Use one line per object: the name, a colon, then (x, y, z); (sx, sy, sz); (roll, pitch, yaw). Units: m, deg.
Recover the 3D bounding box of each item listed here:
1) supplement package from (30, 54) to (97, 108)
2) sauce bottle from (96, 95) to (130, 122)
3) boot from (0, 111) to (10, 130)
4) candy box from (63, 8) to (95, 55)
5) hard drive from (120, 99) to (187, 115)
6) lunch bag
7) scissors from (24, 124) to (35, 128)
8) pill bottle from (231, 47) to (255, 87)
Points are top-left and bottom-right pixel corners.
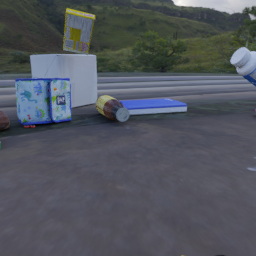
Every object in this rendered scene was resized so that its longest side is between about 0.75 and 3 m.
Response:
supplement package: (-3.017, -2.306, 13.550); (1.869, 2.430, 2.541); (9, 17, 34)
sauce bottle: (-0.588, -0.714, 10.646); (0.815, 0.815, 2.468); (-5, 17, -20)
boot: (-4.363, -0.010, 7.813); (2.549, 0.879, 2.736); (14, 15, 40)
candy box: (-2.000, -3.777, 11.221); (1.086, 0.281, 2.125); (8, -26, -13)
hard drive: (0.845, -0.965, 12.431); (2.910, 0.369, 1.920); (-4, 14, -17)
lunch bag: (-2.918, -0.976, 9.897); (1.864, 1.585, 1.188); (-5, 10, -28)
scissors: (-3.456, -0.108, 9.647); (0.367, 0.070, 1.003); (-6, 12, -28)
pill bottle: (3.796, -1.803, 8.438); (1.390, 0.780, 0.780); (31, 5, -18)
